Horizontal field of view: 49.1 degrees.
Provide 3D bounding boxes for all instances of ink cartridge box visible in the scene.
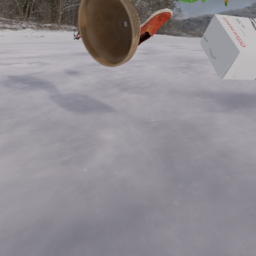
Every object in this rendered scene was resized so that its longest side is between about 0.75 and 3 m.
[{"bbox_3d":[2.094,-1.343,4.752,1.385,0.595,1.014,-1,54,-20],"label":"ink cartridge box"}]

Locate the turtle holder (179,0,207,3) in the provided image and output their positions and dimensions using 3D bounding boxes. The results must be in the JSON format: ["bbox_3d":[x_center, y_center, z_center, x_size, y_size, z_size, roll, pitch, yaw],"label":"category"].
[{"bbox_3d":[1.184,-3.083,5.288,0.941,1.239,0.880,-11,46,0],"label":"turtle holder"}]

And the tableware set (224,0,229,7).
[{"bbox_3d":[2.960,-4.115,8.304,0.136,0.889,0.599,4,-4,21],"label":"tableware set"}]

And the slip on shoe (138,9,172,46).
[{"bbox_3d":[0.898,-3.875,10.921,1.971,0.603,0.730,-31,-22,20],"label":"slip on shoe"}]

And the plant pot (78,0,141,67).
[{"bbox_3d":[-0.361,-2.855,7.863,2.102,2.102,0.970,16,36,37],"label":"plant pot"}]

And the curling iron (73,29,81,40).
[{"bbox_3d":[-1.093,-3.852,10.641,2.206,0.282,0.547,-17,47,10],"label":"curling iron"}]
